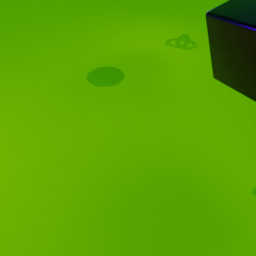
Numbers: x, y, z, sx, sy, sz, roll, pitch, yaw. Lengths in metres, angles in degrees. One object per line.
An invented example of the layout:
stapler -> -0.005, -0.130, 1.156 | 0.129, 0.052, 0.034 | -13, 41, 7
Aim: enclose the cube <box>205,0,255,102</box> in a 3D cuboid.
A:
cube -> 1.563, -0.971, 3.154 | 0.914, 0.914, 0.914 | -30, 40, -9
